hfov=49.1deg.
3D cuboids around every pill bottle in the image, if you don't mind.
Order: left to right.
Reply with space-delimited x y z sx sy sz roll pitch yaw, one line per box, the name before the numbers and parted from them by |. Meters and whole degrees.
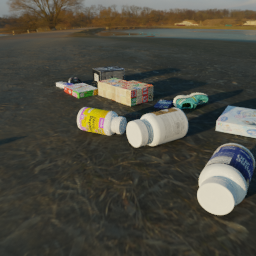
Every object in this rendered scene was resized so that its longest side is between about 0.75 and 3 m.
pill bottle | -1.004 -0.241 10.891 1.805 0.941 0.941 10 25 24
pill bottle | 1.032 0.005 9.986 2.050 1.172 1.172 -14 27 -31
pill bottle | 2.487 1.264 7.120 1.132 1.132 2.041 13 27 28

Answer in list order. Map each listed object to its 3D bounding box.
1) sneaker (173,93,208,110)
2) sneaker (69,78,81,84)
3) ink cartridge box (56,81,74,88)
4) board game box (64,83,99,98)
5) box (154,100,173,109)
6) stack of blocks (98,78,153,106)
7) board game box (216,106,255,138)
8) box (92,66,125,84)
sneaker | 3.142 -1.223 13.768 1.851 0.717 0.737 -12 44 -14
sneaker | -3.390 -3.011 18.018 0.466 0.438 1.138 15 27 17
ink cartridge box | -3.894 -2.661 17.386 1.146 0.253 0.539 19 30 37
board game box | -2.695 -2.182 16.148 1.310 0.345 1.712 -17 29 -35
box | 1.769 -1.137 13.917 0.710 0.190 1.172 9 24 21
stack of blocks | -0.172 -2.042 15.212 1.606 0.817 2.789 -19 29 -38
board game box | 4.987 -0.259 11.496 2.207 0.481 2.218 13 26 28
box | -1.267 -3.431 18.310 1.754 0.939 1.302 -13 26 -27
